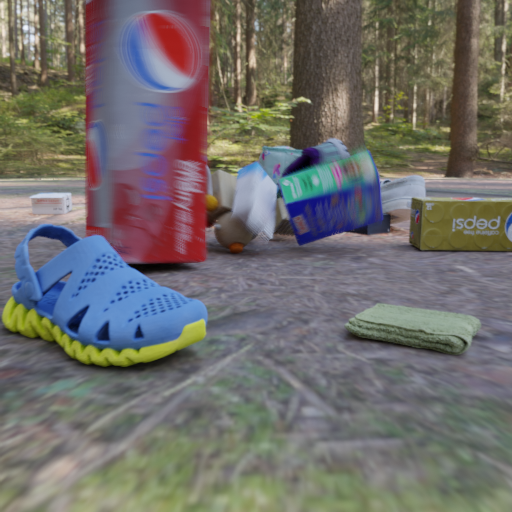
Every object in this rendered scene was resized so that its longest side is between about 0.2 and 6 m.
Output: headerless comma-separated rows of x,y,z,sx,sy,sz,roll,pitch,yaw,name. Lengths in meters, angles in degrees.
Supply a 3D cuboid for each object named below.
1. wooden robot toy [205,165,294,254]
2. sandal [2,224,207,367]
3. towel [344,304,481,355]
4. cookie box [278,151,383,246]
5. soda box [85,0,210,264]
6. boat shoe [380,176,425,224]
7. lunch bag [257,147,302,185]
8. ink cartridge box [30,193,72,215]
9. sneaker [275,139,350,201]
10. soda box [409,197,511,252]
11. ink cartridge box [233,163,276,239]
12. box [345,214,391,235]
-0.485,-0.608,10.626,3.435,1.558,1.513,17,-41,-41,wooden robot toy
-1.521,0.318,5.208,2.492,1.085,0.990,8,11,31,sandal
1.533,0.693,5.495,1.182,0.216,0.877,5,10,29,towel
1.359,-0.999,10.074,1.662,0.624,1.422,-17,-32,5,cookie box
-1.722,-2.197,8.717,1.610,4.598,1.458,-1,5,-32,soda box
3.154,-1.391,13.722,1.041,0.990,2.890,13,-6,-11,boat shoe
0.602,-1.781,14.323,1.425,1.991,2.337,4,9,-5,lunch bag
-6.359,-1.609,17.373,0.983,0.575,1.695,-2,10,-9,ink cartridge box
0.710,-1.451,11.986,1.233,1.048,2.816,-15,-25,-42,sneaker
4.417,-0.608,10.645,2.833,0.959,0.907,1,10,2,soda box
-0.019,-0.919,9.874,0.426,1.256,0.729,-18,-42,28,ink cartridge box
2.572,-0.763,12.990,0.767,0.458,0.780,-8,14,-36,box
